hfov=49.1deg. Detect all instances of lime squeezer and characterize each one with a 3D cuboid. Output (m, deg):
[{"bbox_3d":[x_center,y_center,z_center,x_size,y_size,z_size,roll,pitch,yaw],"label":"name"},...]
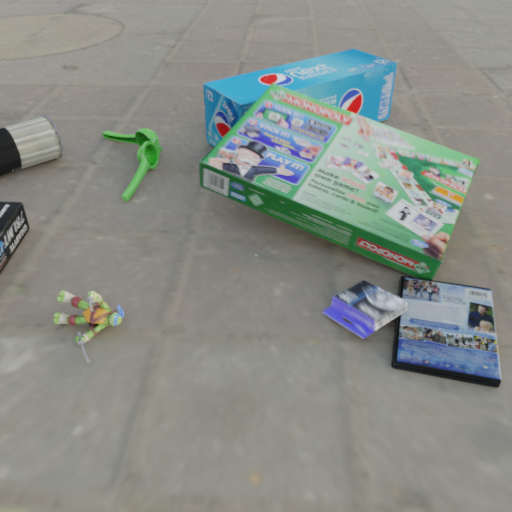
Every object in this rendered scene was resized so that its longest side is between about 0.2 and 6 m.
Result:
[{"bbox_3d":[-2.476,-2.148,11.532,1.084,0.579,3.068,-11,38,-15],"label":"lime squeezer"}]

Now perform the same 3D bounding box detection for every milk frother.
[{"bbox_3d":[-4.978,-2.559,11.231,1.493,1.587,1.432,-28,40,-33],"label":"milk frother"}]

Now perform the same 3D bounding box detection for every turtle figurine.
[{"bbox_3d":[-2.314,0.791,7.406,0.896,0.665,0.924,11,34,21],"label":"turtle figurine"}]

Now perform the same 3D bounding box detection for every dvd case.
[{"bbox_3d":[2.558,0.951,7.604,1.305,0.161,1.830,8,37,13],"label":"dvd case"}]

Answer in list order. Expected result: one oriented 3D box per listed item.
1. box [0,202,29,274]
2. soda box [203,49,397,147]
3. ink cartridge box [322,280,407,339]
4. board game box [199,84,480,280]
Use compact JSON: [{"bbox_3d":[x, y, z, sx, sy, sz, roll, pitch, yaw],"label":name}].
[{"bbox_3d":[-5.121,-0.024,8.565,2.438,0.610,2.456,0,36,1],"label":"box"},{"bbox_3d":[1.059,-3.442,12.568,4.361,1.399,1.479,-22,42,-28],"label":"soda box"},{"bbox_3d":[1.485,0.712,7.745,0.852,0.185,0.844,-27,34,-26],"label":"ink cartridge box"},{"bbox_3d":[1.464,-1.420,9.509,4.040,0.588,2.719,24,51,14],"label":"board game box"}]
